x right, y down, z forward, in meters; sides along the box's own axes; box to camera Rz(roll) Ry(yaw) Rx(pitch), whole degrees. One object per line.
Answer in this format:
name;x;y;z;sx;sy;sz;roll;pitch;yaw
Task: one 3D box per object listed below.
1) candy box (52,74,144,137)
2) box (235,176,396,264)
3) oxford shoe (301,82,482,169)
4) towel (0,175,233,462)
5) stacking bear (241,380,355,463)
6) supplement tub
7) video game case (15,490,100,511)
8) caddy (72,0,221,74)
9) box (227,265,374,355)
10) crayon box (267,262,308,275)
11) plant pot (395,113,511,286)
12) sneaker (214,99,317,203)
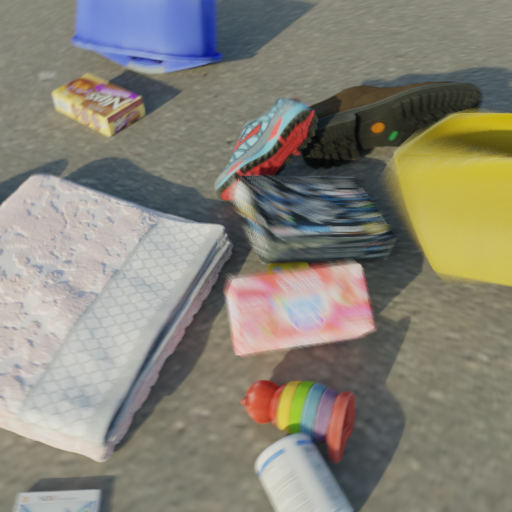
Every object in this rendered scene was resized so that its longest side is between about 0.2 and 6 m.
candy box;-3.320;-3.194;11.786;1.711;0.483;0.998;29;53;27
box;0.898;-0.626;8.897;2.124;0.489;1.688;-2;42;-19
oxford shoe;2.468;-2.833;10.700;3.578;1.300;1.510;-10;46;-2
towel;-2.832;0.507;8.119;3.905;0.659;4.088;15;47;14
stacking bear;0.479;1.862;6.790;1.289;0.733;0.782;8;23;22
supplement tub;0.520;2.569;6.098;0.700;0.700;1.061;-19;49;-17
video game case;-2.209;3.049;6.041;0.908;0.110;0.996;-2;46;-2
caddy;-2.459;-5.092;12.756;3.422;1.796;2.419;10;26;6
box;0.553;0.734;7.527;1.764;0.835;0.905;-6;74;-10
crayon box;0.476;0.418;8.318;0.608;0.243;0.958;6;57;-6
plant pot;3.507;-0.812;8.048;2.225;1.962;2.225;11;33;37
sneaker;0.063;-1.865;9.889;2.188;0.868;1.045;-43;49;5
